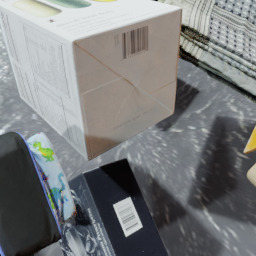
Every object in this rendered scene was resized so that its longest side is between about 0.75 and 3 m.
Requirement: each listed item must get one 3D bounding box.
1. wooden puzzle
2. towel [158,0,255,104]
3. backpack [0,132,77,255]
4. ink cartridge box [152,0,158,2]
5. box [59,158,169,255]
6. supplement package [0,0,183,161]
[{"bbox_3d":[2.027,0.486,3.195,1.153,0.200,1.709,-58,42,9],"label":"wooden puzzle"},{"bbox_3d":[1.994,-1.953,5.016,2.868,0.514,2.979,29,61,-6],"label":"towel"},{"bbox_3d":[-1.284,0.758,3.117,1.027,1.397,1.279,-22,89,-39],"label":"backpack"},{"bbox_3d":[-0.052,-3.138,7.056,2.220,0.834,1.829,19,32,39],"label":"ink cartridge box"},{"bbox_3d":[-0.379,1.400,3.964,0.780,1.364,1.498,-14,75,-42],"label":"box"},{"bbox_3d":[-0.601,-0.998,4.140,1.636,1.624,2.156,-28,45,-30],"label":"supplement package"}]
